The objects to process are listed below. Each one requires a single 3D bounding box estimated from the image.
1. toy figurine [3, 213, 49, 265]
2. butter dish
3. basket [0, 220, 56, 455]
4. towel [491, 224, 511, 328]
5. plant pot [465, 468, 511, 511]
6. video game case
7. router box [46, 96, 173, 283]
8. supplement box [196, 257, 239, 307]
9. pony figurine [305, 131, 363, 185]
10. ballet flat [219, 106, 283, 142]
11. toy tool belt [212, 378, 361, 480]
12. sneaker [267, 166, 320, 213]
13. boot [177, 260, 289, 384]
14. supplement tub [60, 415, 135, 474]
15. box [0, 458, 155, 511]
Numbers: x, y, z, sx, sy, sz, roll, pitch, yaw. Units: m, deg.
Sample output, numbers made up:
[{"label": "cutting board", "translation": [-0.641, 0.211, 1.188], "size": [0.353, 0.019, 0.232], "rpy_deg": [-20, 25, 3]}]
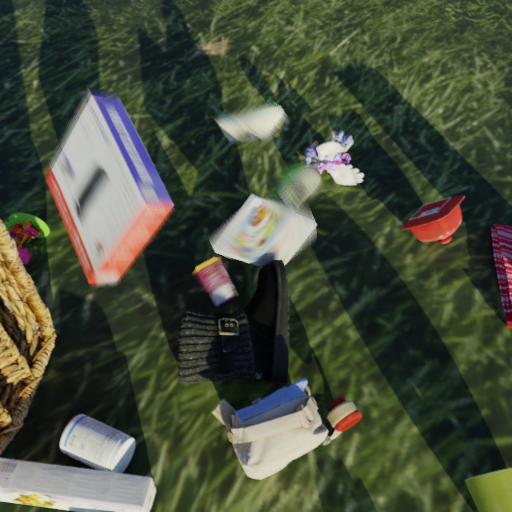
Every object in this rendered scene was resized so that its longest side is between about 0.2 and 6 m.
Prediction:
[{"label": "toy figurine", "translation": [-4.994, -0.217, 11.627], "size": [1.120, 0.841, 1.031], "rpy_deg": [-7, 53, 24]}, {"label": "butter dish", "translation": [3.883, -0.654, 11.926], "size": [1.140, 0.845, 1.143], "rpy_deg": [-37, 13, -38]}, {"label": "basket", "translation": [-4.318, 1.457, 7.986], "size": [2.677, 3.593, 2.565], "rpy_deg": [-21, 50, -18]}, {"label": "towel", "translation": [5.876, 0.437, 11.206], "size": [2.018, 0.314, 2.791], "rpy_deg": [7, 47, 6]}, {"label": "plant pot", "translation": [3.810, 3.703, 7.575], "size": [1.451, 1.451, 1.551], "rpy_deg": [-7, 62, -7]}, {"label": "video game case", "translation": [0.192, -0.377, 10.508], "size": [1.770, 1.267, 0.159], "rpy_deg": [18, 27, -44]}, {"label": "router box", "translation": [-2.854, -1.217, 10.540], "size": [0.638, 2.345, 2.613], "rpy_deg": [-3, 55, -46]}, {"label": "supplement box", "translation": [-0.714, 0.494, 10.455], "size": [0.429, 0.544, 0.831], "rpy_deg": [-29, 83, 4]}, {"label": "pony figurine", "translation": [1.760, -2.320, 13.346], "size": [1.506, 1.299, 1.560], "rpy_deg": [-8, 41, 39]}, {"label": "ballet flat", "translation": [-0.058, -2.959, 12.738], "size": [0.704, 0.704, 1.963], "rpy_deg": [-40, 27, -31]}, {"label": "toy tool belt", "translation": [0.470, 2.424, 8.710], "size": [2.066, 1.290, 1.270], "rpy_deg": [-22, 59, -20]}, {"label": "sneaker", "translation": [0.652, -1.008, 11.002], "size": [1.751, 0.683, 0.746], "rpy_deg": [-47, 34, 1]}, {"label": "boot", "translation": [-0.386, 1.101, 10.105], "size": [1.965, 0.989, 2.628], "rpy_deg": [2, 47, 2]}, {"label": "supplement tub", "translation": [-2.450, 2.921, 8.650], "size": [0.982, 0.648, 0.648], "rpy_deg": [19, 50, 16]}, {"label": "box", "translation": [-2.723, 3.431, 8.242], "size": [2.408, 0.466, 0.499], "rpy_deg": [4, 43, 5]}]
